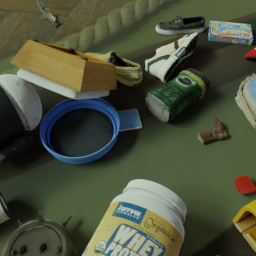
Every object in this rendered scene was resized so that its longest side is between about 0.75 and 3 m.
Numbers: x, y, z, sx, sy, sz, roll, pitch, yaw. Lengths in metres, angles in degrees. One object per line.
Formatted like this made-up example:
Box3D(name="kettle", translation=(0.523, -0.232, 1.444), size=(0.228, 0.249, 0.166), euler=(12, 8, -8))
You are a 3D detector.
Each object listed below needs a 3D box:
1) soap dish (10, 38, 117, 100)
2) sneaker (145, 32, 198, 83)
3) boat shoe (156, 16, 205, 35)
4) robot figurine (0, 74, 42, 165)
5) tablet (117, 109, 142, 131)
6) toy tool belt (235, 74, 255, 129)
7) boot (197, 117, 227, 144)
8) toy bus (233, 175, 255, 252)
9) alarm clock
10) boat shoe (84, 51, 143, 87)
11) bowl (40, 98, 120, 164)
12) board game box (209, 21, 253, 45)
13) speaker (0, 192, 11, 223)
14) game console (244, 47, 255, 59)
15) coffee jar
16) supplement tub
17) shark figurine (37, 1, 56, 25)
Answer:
Box3D(name="soap dish", translation=(-1.673, -1.741, 8.396), size=(2.174, 1.122, 2.763), euler=(23, 15, 13))
Box3D(name="sneaker", translation=(1.644, -2.792, 10.250), size=(1.101, 1.015, 2.753), euler=(28, 56, 24))
Box3D(name="boat shoe", translation=(2.227, -4.386, 11.757), size=(2.086, 0.691, 0.729), euler=(1, 50, 1))
Box3D(name="robot figurine", translation=(-3.837, -0.279, 7.675), size=(2.925, 2.198, 1.825), euler=(-33, 29, -24))
Box3D(name="tablet", translation=(-0.242, -0.210, 8.687), size=(1.238, 0.085, 0.806), euler=(-9, 51, -6))
Box3D(name="toy tool belt", translation=(4.417, -0.608, 7.946), size=(1.756, 1.729, 2.813), euler=(-19, 53, -15))
Box3D(name="boot", translation=(2.407, 0.077, 8.361), size=(0.860, 0.276, 0.801), euler=(-14, 50, -6))
Box3D(name="toy bus", translation=(3.700, 1.838, 6.192), size=(2.408, 1.319, 2.552), euler=(13, 52, 10))
Box3D(name="alarm clock", translation=(-1.849, 2.876, 5.768), size=(1.485, 0.733, 2.202), euler=(-4, 54, -4))
Box3D(name="boat shoe", translation=(-0.591, -2.321, 9.875), size=(2.492, 0.949, 0.893), euler=(21, 53, 16))
Box3D(name="bowl", translation=(-1.375, 0.028, 8.205), size=(2.297, 0.451, 2.297), euler=(-1, 51, 2))
Box3D(name="board game box", translation=(4.249, -3.973, 11.671), size=(1.712, 0.295, 1.159), euler=(8, 51, 6))
Box3D(name="speaker", translation=(-3.765, 2.158, 6.258), size=(1.986, 0.807, 0.807), euler=(-26, 55, -20))
Box3D(name="game console", translation=(5.511, -2.692, 10.711), size=(1.580, 0.938, 1.362), euler=(-37, 28, -27))
Box3D(name="coffee jar", translation=(1.628, -1.095, 8.910), size=(2.040, 0.870, 1.064), euler=(-34, 57, -24))
Box3D(name="supplement tub", translation=(0.117, 2.361, 5.514), size=(1.668, 1.668, 2.307), euler=(20, 53, 16))
Box3D(name="shark figurine", translation=(-3.595, -4.939, 12.471), size=(0.555, 0.795, 1.330), euler=(-41, 77, 0))
